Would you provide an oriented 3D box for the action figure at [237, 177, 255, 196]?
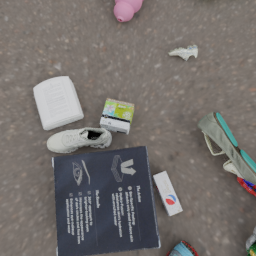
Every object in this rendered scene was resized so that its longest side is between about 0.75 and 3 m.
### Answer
[{"bbox_3d":[3.804,1.742,7.831,0.699,0.553,2.138,-41,73,-11],"label":"action figure"}]

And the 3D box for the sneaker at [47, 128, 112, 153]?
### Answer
[{"bbox_3d":[-1.443,0.287,8.141,1.900,0.770,0.714,-9,76,-1],"label":"sneaker"}]

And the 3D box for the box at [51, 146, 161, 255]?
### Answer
[{"bbox_3d":[-0.537,1.867,7.257,2.431,1.427,2.391,-7,76,2],"label":"box"}]

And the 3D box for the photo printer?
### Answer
[{"bbox_3d":[-2.165,-0.823,8.571,1.254,0.523,1.507,-20,74,-5],"label":"photo printer"}]

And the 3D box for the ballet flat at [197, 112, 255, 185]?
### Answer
[{"bbox_3d":[2.828,0.711,7.748,0.795,0.841,2.495,-38,78,25],"label":"ballet flat"}]

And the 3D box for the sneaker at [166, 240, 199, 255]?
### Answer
[{"bbox_3d":[1.754,4.023,7.155,1.009,0.838,2.112,-39,71,4],"label":"sneaker"}]

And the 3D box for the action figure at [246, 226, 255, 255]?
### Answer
[{"bbox_3d":[3.781,2.559,6.923,1.725,0.799,2.920,40,111,42],"label":"action figure"}]

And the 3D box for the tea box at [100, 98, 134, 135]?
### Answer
[{"bbox_3d":[-0.312,-0.344,8.408,0.857,0.573,0.843,12,73,4],"label":"tea box"}]

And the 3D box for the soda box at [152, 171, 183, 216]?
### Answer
[{"bbox_3d":[1.099,1.842,7.884,0.403,0.377,1.183,-21,75,-5],"label":"soda box"}]

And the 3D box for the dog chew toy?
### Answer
[{"bbox_3d":[0.056,-4.360,9.370,1.072,1.072,1.721,21,83,6],"label":"dog chew toy"}]

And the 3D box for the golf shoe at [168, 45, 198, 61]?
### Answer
[{"bbox_3d":[1.784,-2.396,9.085,0.954,0.374,0.464,-7,107,13],"label":"golf shoe"}]
